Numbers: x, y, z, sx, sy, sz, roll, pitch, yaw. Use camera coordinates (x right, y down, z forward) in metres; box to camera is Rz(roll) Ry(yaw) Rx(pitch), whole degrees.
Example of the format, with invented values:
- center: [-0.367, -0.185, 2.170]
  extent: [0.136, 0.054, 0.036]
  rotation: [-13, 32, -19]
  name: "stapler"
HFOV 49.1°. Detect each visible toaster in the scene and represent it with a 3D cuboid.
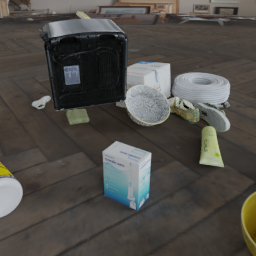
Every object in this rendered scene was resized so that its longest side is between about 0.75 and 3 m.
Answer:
- center: [-1.457, -2.239, 9.435]
  extent: [2.641, 2.920, 1.733]
  rotation: [-11, 40, -15]
  name: "toaster"

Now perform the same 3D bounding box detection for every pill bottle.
- center: [-3.842, 1.439, 7.638]
  extent: [1.141, 1.141, 2.089]
  rotation: [-25, 38, -37]
  name: "pill bottle"

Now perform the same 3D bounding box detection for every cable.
- center: [3.627, -1.997, 14.065]
  extent: [2.823, 0.977, 2.823]
  rotation: [6, 29, 10]
  name: "cable"

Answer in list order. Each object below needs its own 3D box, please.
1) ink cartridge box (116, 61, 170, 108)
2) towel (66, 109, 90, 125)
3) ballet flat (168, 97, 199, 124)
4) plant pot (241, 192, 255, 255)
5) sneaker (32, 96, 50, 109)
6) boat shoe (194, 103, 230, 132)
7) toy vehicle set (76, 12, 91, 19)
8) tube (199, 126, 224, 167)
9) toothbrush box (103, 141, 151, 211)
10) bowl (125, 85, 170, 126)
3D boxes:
- center: [0.708, -2.037, 13.309]
  extent: [1.722, 1.692, 2.339]
  rotation: [15, 32, 35]
  name: "ink cartridge box"
- center: [-2.203, -0.526, 12.180]
  extent: [0.930, 0.229, 1.254]
  rotation: [-9, 30, -14]
  name: "towel"
- center: [2.277, -0.963, 12.430]
  extent: [0.817, 0.817, 2.312]
  rotation: [-17, 33, -28]
  name: "ballet flat"
- center: [3.174, 2.300, 5.832]
  extent: [1.703, 1.209, 1.703]
  rotation: [-5, 41, 4]
  name: "plant pot"
- center: [-4.000, -1.186, 13.310]
  extent: [0.549, 0.350, 0.950]
  rotation: [27, 48, 37]
  name: "sneaker"
- center: [3.616, -0.567, 11.659]
  extent: [0.725, 0.805, 2.277]
  rotation: [-10, 29, -15]
  name: "boat shoe"
- center: [-1.777, -4.814, 12.490]
  extent: [1.002, 0.133, 0.623]
  rotation: [39, 25, 1]
  name: "toy vehicle set"
- center: [2.883, 0.659, 9.798]
  extent: [0.580, 0.519, 1.998]
  rotation: [-30, 22, 29]
  name: "tube"
- center: [-0.038, 1.272, 7.542]
  extent: [1.123, 1.534, 0.654]
  rotation: [16, 33, 28]
  name: "toothbrush box"
- center: [0.683, -0.753, 11.586]
  extent: [1.929, 0.905, 1.929]
  rotation: [8, 57, -13]
  name: "bowl"
